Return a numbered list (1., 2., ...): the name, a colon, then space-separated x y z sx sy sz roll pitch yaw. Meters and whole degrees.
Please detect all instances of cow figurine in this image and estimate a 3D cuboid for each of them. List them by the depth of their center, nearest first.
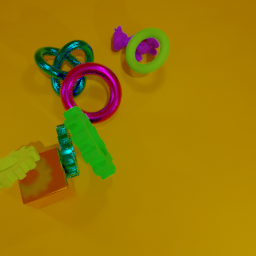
1. cow figurine: 0.201 -2.865 9.316 1.374 0.754 1.352 -23 63 -22

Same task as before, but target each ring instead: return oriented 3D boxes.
1. ring: -1.091 -1.022 8.339 1.832 0.366 1.832 -1 101 -4
2. ring: 0.570 -2.323 8.402 1.434 0.287 1.434 -6 77 27

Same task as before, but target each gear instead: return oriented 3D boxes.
1. gear: -2.673 0.905 6.389 1.323 1.323 0.245 -32 115 -12
2. gear: -0.975 0.371 7.303 0.369 1.994 1.994 -31 71 1
3. gear: -1.607 0.605 7.532 0.265 1.431 1.431 -15 69 -9

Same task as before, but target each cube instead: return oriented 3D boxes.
1. cube: -2.149 1.351 7.401 1.144 1.144 1.144 -19 69 -7

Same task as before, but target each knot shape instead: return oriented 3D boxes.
1. knot shape: -1.886 -1.762 8.695 1.873 0.865 1.752 -8 90 -17
